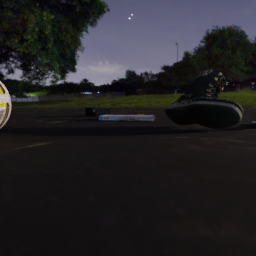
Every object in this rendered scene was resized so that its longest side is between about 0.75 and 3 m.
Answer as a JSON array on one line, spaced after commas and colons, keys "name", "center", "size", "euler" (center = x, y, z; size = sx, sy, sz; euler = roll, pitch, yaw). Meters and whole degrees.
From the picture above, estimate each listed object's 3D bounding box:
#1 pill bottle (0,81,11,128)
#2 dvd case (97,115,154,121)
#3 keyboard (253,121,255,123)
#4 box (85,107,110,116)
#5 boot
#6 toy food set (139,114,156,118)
[{"name": "pill bottle", "center": [-3.060, -0.398, 4.731], "size": [1.261, 1.261, 2.206], "euler": [0, 5, 3]}, {"name": "dvd case", "center": [-0.023, -0.415, 10.994], "size": [2.116, 0.186, 1.509], "euler": [0, 5, 5]}, {"name": "keyboard", "center": [3.702, -0.123, 7.484], "size": [0.385, 0.073, 1.366], "euler": [12, 6, 38]}, {"name": "box", "center": [-1.521, -0.812, 13.930], "size": [0.815, 0.456, 1.155], "euler": [-7, 8, -33]}, {"name": "boot", "center": [2.214, -0.875, 7.346], "size": [1.763, 0.843, 2.335], "euler": [-49, 25, -21]}, {"name": "toy food set", "center": [0.747, -0.529, 12.297], "size": [0.889, 0.178, 0.614], "euler": [3, 6, 33]}]
